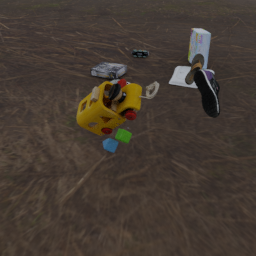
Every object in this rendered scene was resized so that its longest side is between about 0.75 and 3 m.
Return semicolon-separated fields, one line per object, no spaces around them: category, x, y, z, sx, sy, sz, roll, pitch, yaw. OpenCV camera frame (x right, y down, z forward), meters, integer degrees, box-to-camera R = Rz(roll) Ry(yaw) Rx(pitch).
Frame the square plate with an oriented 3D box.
square plate;2.890;-2.318;12.509;1.808;0.260;1.826;11;37;14

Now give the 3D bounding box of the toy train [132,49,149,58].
toy train;0.649;-3.914;14.631;0.911;0.388;0.519;6;27;8

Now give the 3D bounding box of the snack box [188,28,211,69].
snack box;3.324;-3.783;13.190;0.626;1.559;1.849;1;25;1

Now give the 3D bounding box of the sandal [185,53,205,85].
sandal;2.083;-1.802;8.630;0.411;1.007;0.275;29;2;-15

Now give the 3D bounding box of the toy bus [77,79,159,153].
toy bus;-0.420;-0.551;6.219;0.917;1.774;1.674;26;7;-30

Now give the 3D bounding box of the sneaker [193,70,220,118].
sneaker;2.339;-0.975;7.683;0.612;0.529;1.398;-7;75;-29

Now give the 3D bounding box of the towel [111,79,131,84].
towel;-0.473;-1.843;11.917;0.894;0.160;0.928;24;42;30

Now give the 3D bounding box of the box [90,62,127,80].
box;-0.870;-2.638;12.806;1.344;0.325;1.064;14;36;24
